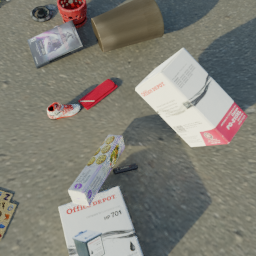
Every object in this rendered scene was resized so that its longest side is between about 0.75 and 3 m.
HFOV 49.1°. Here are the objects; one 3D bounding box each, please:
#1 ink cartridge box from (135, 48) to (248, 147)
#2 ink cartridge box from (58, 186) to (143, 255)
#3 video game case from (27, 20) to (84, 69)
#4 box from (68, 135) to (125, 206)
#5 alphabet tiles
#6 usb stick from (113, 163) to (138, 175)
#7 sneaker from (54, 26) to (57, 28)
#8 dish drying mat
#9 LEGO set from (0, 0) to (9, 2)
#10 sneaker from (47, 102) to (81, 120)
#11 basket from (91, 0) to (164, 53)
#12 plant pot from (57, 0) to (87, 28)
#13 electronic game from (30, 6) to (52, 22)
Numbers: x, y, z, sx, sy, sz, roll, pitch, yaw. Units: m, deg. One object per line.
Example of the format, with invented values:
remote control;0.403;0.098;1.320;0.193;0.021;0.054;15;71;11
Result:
ink cartridge box;1.928;-0.838;9.071;2.948;2.134;1.243;44;72;-9
ink cartridge box;-0.727;3.328;8.155;1.943;1.139;2.653;-18;65;-8
video game case;-3.143;-3.619;12.048;2.177;0.206;1.555;-25;68;2
box;-0.882;1.210;8.893;0.587;0.548;2.834;3;34;24
alphabet tiles;-4.492;2.842;9.018;1.452;0.055;1.745;14;63;7
usb stick;-0.083;1.387;9.499;0.855;0.139;0.237;-12;53;-12
sneaker;-3.029;-4.260;12.581;0.576;0.376;1.002;-5;57;-2
dish drying mat;-1.190;-1.372;11.167;1.596;0.145;0.613;-41;63;-18
LEGO set;-6.707;-5.924;13.180;1.033;0.836;2.245;27;65;13
sneaker;-2.403;-0.720;10.524;1.271;0.681;0.424;-19;63;-12
basket;-0.104;-4.317;11.858;2.580;1.754;2.326;-22;41;-6
plant pot;-2.455;-5.272;12.661;1.262;1.150;1.262;0;62;0
electronic game;-4.106;-5.395;13.256;1.000;0.208;1.000;2;65;-4
